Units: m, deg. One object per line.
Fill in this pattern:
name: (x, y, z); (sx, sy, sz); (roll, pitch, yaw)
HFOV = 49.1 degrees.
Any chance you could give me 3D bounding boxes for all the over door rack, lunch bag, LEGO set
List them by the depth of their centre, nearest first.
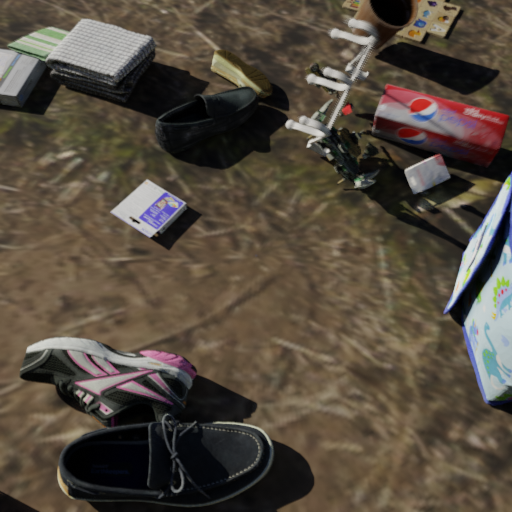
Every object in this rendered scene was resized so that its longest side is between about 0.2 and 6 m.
lunch bag: (4.058, 0.459, 8.477); (1.849, 2.467, 2.901); (-3, 58, -3)
over door rack: (1.343, -2.967, 10.210); (0.868, 2.606, 1.925); (27, 95, 5)
LEGO set: (1.556, -2.412, 11.121); (0.846, 1.940, 2.987); (-34, 37, 30)

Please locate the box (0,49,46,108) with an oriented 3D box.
box: (-5.917, -4.077, 12.642); (1.847, 0.380, 1.440); (9, 58, 7)

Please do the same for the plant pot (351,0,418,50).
plant pot: (2.824, -5.384, 12.688); (1.218, 1.206, 1.218); (3, 79, -13)

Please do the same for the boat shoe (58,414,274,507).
boat shoe: (-1.257, 2.860, 7.817); (3.061, 0.953, 1.142); (-1, 57, -5)

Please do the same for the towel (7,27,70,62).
towel: (-4.902, -5.001, 13.163); (1.087, 0.167, 1.426); (21, 45, 13)

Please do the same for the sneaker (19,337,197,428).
sneaker: (-2.287, 1.968, 8.359); (2.662, 1.069, 1.149); (5, 59, 4)

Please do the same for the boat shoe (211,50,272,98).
boat shoe: (-0.341, -3.991, 12.575); (1.679, 0.528, 0.612); (39, 42, 15)

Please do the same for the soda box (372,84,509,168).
soda box: (3.658, -2.622, 11.293); (2.472, 0.865, 0.784); (19, 75, 11)

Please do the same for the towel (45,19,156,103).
towel: (-3.410, -4.397, 12.588); (2.012, 0.861, 1.666); (19, 58, 14)

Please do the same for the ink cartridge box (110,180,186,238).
ink cartridge box: (-2.039, -0.864, 10.653); (1.028, 0.225, 1.038); (32, 60, 19)

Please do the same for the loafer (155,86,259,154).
loafer: (-0.980, -2.963, 11.627); (2.442, 0.857, 0.829); (-31, 61, -18)

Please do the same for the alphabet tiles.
alphabet tiles: (3.694, -6.317, 14.255); (2.697, 0.085, 2.244); (24, 60, 15)

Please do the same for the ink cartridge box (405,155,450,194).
ink cartridge box: (3.275, -1.567, 10.938); (0.885, 0.299, 0.515); (-24, 94, -16)
